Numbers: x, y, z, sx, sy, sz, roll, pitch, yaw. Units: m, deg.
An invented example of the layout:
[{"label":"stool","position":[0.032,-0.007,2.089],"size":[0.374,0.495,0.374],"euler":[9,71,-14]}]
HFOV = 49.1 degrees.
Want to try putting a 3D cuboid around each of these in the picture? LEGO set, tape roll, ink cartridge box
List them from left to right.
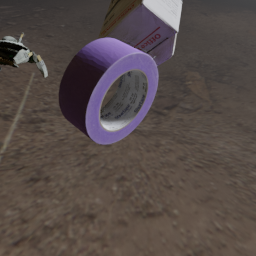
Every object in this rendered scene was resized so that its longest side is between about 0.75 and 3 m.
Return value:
[{"label":"LEGO set","position":[-2.342,-1.284,4.325],"size":[2.156,0.611,1.400],"euler":[10,-4,-34]},{"label":"tape roll","position":[-0.246,-0.515,4.096],"size":[0.610,1.435,1.435],"euler":[34,48,31]},{"label":"ink cartridge box","position":[0.263,-2.419,5.972],"size":[0.928,1.612,2.783],"euler":[30,55,-28]}]
